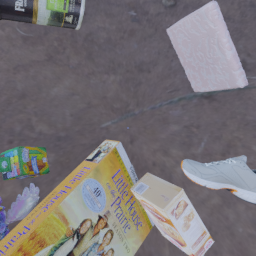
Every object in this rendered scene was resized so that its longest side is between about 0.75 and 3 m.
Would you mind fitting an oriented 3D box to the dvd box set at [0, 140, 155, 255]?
[{"bbox_3d":[-0.626,1.640,3.951,0.372,1.851,2.530,5,37,41],"label":"dvd box set"}]

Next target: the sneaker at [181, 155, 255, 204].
[{"bbox_3d":[1.264,0.539,3.625,1.122,0.425,0.516,18,105,6],"label":"sneaker"}]

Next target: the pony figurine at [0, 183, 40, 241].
[{"bbox_3d":[-2.476,1.699,5.270,1.218,1.462,1.412,22,93,-14],"label":"pony figurine"}]

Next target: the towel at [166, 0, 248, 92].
[{"bbox_3d":[1.758,-1.709,6.403,0.297,1.762,1.845,-32,103,-17],"label":"towel"}]

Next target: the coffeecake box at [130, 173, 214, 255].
[{"bbox_3d":[0.594,1.189,3.825,0.376,0.791,1.030,-41,114,-19],"label":"coffeecake box"}]

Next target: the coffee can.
[{"bbox_3d":[-2.243,-3.417,7.142,2.063,1.510,1.510,0,65,-22],"label":"coffee can"}]

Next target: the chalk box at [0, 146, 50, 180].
[{"bbox_3d":[-2.394,0.792,6.284,0.640,1.032,0.644,-18,77,27],"label":"chalk box"}]
